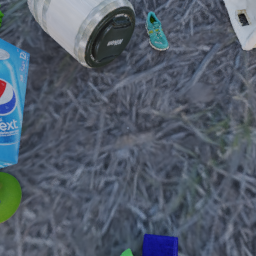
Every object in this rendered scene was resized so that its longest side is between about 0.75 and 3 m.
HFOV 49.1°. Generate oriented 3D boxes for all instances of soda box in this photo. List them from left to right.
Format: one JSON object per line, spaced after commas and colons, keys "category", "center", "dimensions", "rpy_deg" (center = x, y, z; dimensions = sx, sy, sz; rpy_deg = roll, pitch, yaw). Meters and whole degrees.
{"category": "soda box", "center": [-2.857, -0.525, 6.053], "dimensions": [0.906, 0.857, 2.670], "rpy_deg": [-16, 65, 34]}

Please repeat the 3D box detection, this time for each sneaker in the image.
{"category": "sneaker", "center": [0.916, -3.177, 9.227], "dimensions": [0.564, 0.579, 1.455], "rpy_deg": [-19, 69, -7]}

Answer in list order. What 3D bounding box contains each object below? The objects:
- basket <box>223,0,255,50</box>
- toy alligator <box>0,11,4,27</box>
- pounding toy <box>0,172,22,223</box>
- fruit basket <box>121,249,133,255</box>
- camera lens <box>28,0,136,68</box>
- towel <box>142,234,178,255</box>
{"category": "basket", "center": [4.576, -4.219, 8.630], "dimensions": [2.028, 2.522, 2.499], "rpy_deg": [-8, 68, -5]}
{"category": "toy alligator", "center": [-4.534, -3.758, 9.496], "dimensions": [0.611, 0.668, 2.253], "rpy_deg": [31, 62, -32]}
{"category": "pounding toy", "center": [-3.675, 1.742, 7.022], "dimensions": [1.756, 0.815, 1.355], "rpy_deg": [-14, 68, -6]}
{"category": "fruit basket", "center": [0.546, 3.571, 5.734], "dimensions": [2.442, 1.761, 2.442], "rpy_deg": [0, 67, 0]}
{"category": "camera lens", "center": [-1.334, -3.348, 8.396], "dimensions": [2.221, 2.221, 2.776], "rpy_deg": [-43, 74, -16]}
{"category": "towel", "center": [0.773, 3.184, 6.674], "dimensions": [0.887, 0.298, 1.202], "rpy_deg": [6, 66, -1]}
